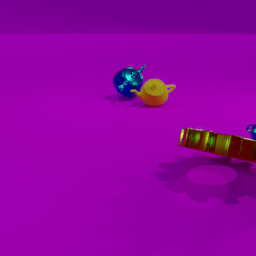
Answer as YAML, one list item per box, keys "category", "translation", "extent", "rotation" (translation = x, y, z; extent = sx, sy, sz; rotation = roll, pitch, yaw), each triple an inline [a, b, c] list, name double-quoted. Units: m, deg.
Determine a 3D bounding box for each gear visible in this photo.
- category: "gear"
  translation: [2.053, 0.397, 5.563]
  extent: [2.033, 0.376, 2.033]
  rotation: [12, -1, 0]

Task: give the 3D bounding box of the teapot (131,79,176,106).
- category: "teapot"
  translation: [0.931, -1.368, 10.442]
  extent: [1.714, 0.839, 1.065]
  rotation: [-9, 61, -5]

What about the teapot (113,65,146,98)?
- category: "teapot"
  translation: [0.105, -1.972, 11.471]
  extent: [1.293, 1.018, 2.079]
  rotation: [41, 47, 1]

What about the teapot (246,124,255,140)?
- category: "teapot"
  translation: [3.400, 0.255, 6.821]
  extent: [0.764, 0.602, 1.229]
  rotation: [-20, 39, -24]
